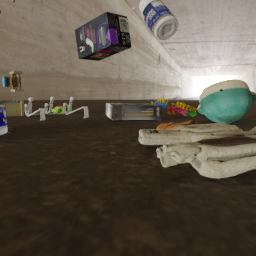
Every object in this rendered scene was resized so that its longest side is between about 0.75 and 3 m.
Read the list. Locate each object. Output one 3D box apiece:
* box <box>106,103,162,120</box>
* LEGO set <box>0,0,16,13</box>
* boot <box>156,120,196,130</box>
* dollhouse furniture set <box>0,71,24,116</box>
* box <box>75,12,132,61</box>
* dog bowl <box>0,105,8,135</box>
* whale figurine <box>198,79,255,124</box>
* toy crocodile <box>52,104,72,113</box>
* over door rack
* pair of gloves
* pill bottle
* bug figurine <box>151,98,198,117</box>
[{"bbox_3d":[0.159,-0.774,12.544,2.095,0.639,2.645,-1,7,-11],"label":"box"},{"bbox_3d":[-3.041,-3.043,5.733,0.600,1.376,2.119,-9,32,50],"label":"LEGO set"},{"bbox_3d":[1.349,-0.024,7.647,0.828,0.394,1.070,2,6,37],"label":"boot"},{"bbox_3d":[-6.070,-1.672,13.695,1.508,2.140,1.500,-5,9,-35],"label":"dollhouse furniture set"},{"bbox_3d":[-0.932,-3.237,10.129,1.011,1.165,1.906,-9,2,-44],"label":"box"},{"bbox_3d":[-4.311,-0.204,7.535,1.943,0.765,1.943,0,7,0],"label":"dog bowl"},{"bbox_3d":[3.748,-0.720,10.525,2.190,1.428,2.753,-13,-22,21],"label":"whale figurine"},{"bbox_3d":[-3.561,-1.029,15.218,0.544,0.498,1.611,3,8,22],"label":"toy crocodile"},{"bbox_3d":[-3.308,-0.942,12.747,2.136,0.963,2.891,-5,9,-32],"label":"over door rack"},{"bbox_3d":[1.554,0.286,4.740,2.485,0.512,2.923,-5,5,-9],"label":"pair of gloves"},{"bbox_3d":[1.021,-3.941,9.885,0.908,0.908,1.636,-5,52,-32],"label":"pill bottle"},{"bbox_3d":[2.244,-0.904,13.236,1.759,0.584,2.268,15,3,36],"label":"bug figurine"}]
